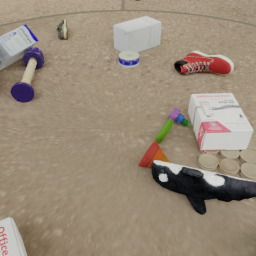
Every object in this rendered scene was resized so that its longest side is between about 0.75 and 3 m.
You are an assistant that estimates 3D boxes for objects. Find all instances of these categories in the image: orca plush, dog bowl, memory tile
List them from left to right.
[{"bbox_3d":[0.047,-2.869,11.661,0.875,0.345,0.875,0,41,0],"label":"dog bowl"},{"bbox_3d":[1.843,1.497,6.492,2.748,0.977,1.446,12,-4,-2],"label":"orca plush"},{"bbox_3d":[2.845,0.522,7.858,1.622,0.178,2.116,11,43,13],"label":"memory tile"}]

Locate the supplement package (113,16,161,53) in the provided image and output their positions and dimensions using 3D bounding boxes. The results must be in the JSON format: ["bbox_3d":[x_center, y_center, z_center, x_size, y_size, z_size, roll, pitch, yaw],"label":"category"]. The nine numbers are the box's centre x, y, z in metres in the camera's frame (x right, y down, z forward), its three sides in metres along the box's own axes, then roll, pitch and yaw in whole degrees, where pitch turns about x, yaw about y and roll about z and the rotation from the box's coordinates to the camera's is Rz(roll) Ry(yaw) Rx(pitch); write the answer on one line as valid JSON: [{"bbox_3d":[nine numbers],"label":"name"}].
[{"bbox_3d":[0.422,-4.162,12.576,1.892,1.106,1.110,-26,47,-28],"label":"supplement package"}]

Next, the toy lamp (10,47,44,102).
[{"bbox_3d":[-3.651,-2.142,10.446,0.866,0.866,2.975,-5,41,-5],"label":"toy lamp"}]

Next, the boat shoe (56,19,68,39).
[{"bbox_3d":[-3.279,-4.898,13.831,0.545,0.592,1.658,-5,45,-13],"label":"boat shoe"}]

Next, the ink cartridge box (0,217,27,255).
[{"bbox_3d":[-2.747,2.747,4.692,2.177,0.921,1.573,-21,45,-21],"label":"ink cartridge box"}]

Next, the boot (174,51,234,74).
[{"bbox_3d":[2.843,-2.315,10.766,1.469,0.737,2.036,-33,42,-32],"label":"boot"}]

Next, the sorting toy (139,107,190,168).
[{"bbox_3d":[1.179,0.370,7.779,0.826,0.832,2.399,34,49,3],"label":"sorting toy"}]

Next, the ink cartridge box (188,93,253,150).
[{"bbox_3d":[2.551,-0.229,8.022,1.307,0.738,1.783,-2,41,-1],"label":"ink cartridge box"}]

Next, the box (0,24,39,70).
[{"bbox_3d":[-4.618,-3.184,11.118,1.441,0.822,1.566,-20,23,43],"label":"box"}]
